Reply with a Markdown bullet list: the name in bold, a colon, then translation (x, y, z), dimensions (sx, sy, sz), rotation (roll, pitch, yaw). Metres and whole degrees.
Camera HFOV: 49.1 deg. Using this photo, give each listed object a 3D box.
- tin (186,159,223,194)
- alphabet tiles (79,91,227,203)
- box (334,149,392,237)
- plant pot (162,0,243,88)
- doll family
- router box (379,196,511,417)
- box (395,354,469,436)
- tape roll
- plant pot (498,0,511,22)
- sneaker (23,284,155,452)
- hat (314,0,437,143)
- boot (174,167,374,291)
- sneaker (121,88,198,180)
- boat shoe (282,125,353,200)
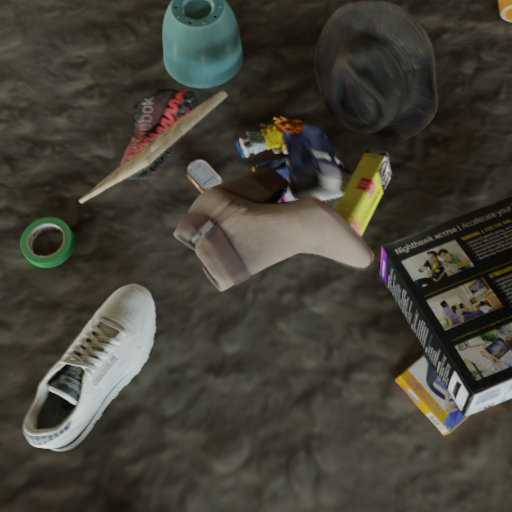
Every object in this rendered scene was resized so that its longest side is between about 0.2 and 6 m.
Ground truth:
- **tin**: translation (-1.052, -1.602, 11.459), dimensions (0.519, 0.194, 0.927), rotation (-39, 72, -11)
- **alphabet tiles**: translation (-1.667, -1.968, 9.702), dimensions (0.102, 2.249, 2.690), rotation (53, 50, -18)
- **box**: translation (1.816, -1.012, 9.685), dimensions (0.422, 0.633, 1.683), rotation (16, 63, 31)
- **plant pot**: translation (-1.206, -4.824, 12.135), dimensions (1.809, 1.452, 1.809), rotation (0, 68, 0)
- **doll family**: translation (0.553, -1.971, 11.147), dimensions (1.404, 1.020, 2.263), rotation (-20, 68, -8)
- **router box**: translation (4.658, 0.486, 9.578), dimensions (4.111, 1.050, 3.066), rotation (-20, 55, -3)
- **box**: translation (3.609, 1.989, 9.799), dimensions (2.042, 0.423, 1.215), rotation (-37, 71, -12)
- **tape roll**: translation (-4.032, -0.260, 10.850), dimensions (0.982, 0.236, 0.982), rotation (0, 66, 0)
- **plant pot**: translation (6.092, -6.092, 12.895), dimensions (1.220, 1.220, 1.117), rotation (9, 82, 4)
- **sneaker**: translation (-2.707, 1.775, 9.439), dimensions (1.196, 1.260, 3.131), rotation (22, 67, 11)
- **hat**: translation (1.987, -3.207, 10.580), dimensions (2.834, 2.834, 1.143), rotation (36, 55, 14)
- **boot**: translation (0.149, -0.189, 8.892), dimensions (2.056, 0.988, 2.812), rotation (-41, 62, -16)
- **sneaker**: translation (-2.177, -2.575, 11.542), dimensions (1.115, 0.807, 2.282), rotation (26, 73, 19)
- **boat shoe**: translation (1.254, -1.680, 10.172), dimensions (0.962, 2.577, 1.195), rotation (-12, 90, 23)
